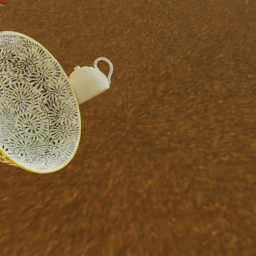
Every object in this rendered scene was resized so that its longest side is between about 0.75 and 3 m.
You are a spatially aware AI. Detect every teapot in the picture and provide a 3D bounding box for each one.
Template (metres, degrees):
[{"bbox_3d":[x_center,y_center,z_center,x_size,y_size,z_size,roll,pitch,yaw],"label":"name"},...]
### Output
[{"bbox_3d":[-0.941,-1.036,6.225,1.022,1.009,0.746,-31,97,-40],"label":"teapot"}]

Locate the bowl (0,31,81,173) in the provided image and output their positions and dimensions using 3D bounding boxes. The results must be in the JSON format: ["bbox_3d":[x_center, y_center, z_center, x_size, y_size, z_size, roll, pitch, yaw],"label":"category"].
[{"bbox_3d":[-1.996,-0.315,4.924,1.135,2.419,2.419,-15,47,23],"label":"bowl"}]

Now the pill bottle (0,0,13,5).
[{"bbox_3d":[-3.289,-3.634,7.405,1.119,0.613,0.613,-5,44,33],"label":"pill bottle"}]
